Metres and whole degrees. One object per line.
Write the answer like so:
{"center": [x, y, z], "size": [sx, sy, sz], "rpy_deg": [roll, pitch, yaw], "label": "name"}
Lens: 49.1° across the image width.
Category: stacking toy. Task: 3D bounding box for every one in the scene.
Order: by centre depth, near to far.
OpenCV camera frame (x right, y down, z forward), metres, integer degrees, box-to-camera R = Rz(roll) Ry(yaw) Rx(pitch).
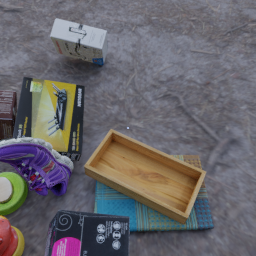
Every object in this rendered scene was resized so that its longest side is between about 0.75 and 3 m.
{"center": [-3.818, 1.954, 6.647], "size": [2.744, 1.159, 2.484], "rpy_deg": [1, 52, 0], "label": "stacking toy"}

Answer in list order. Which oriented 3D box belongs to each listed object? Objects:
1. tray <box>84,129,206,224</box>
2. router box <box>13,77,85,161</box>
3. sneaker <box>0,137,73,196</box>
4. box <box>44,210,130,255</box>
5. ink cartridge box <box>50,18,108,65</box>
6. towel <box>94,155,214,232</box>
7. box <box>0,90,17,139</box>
{"center": [0.432, 1.185, 7.284], "size": [2.802, 0.519, 1.382], "rpy_deg": [24, 55, 14], "label": "tray"}
{"center": [-2.188, -0.272, 7.948], "size": [1.794, 0.596, 2.282], "rpy_deg": [6, 60, -17], "label": "router box"}
{"center": [-2.116, 0.977, 6.585], "size": [1.043, 2.588, 1.080], "rpy_deg": [-12, 60, 21], "label": "sneaker"}
{"center": [-0.861, 2.935, 5.390], "size": [1.529, 1.327, 2.313], "rpy_deg": [12, 59, -18], "label": "box"}
{"center": [-1.726, -3.105, 10.223], "size": [1.862, 1.359, 0.785], "rpy_deg": [13, 78, 1], "label": "ink cartridge box"}
{"center": [0.599, 1.650, 7.438], "size": [2.960, 0.321, 2.170], "rpy_deg": [0, 53, -3], "label": "towel"}
{"center": [-3.932, -0.413, 8.479], "size": [0.976, 0.986, 1.188], "rpy_deg": [3, 50, -17], "label": "box"}
